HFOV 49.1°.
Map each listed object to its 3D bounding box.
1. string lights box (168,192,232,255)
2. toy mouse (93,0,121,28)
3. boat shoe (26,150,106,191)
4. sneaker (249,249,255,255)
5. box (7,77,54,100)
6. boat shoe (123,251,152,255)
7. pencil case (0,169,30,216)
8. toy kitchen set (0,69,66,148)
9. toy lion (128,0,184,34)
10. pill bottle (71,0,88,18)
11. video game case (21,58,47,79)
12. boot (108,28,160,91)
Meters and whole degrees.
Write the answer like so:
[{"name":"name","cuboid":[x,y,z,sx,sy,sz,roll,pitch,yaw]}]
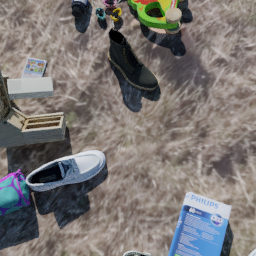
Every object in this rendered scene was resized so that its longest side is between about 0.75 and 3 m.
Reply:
[{"name":"string lights box","cuboid":[2.221,3.609,8.984,1.407,0.807,2.738,19,74,6]},{"name":"toy mouse","cuboid":[-0.908,-5.030,11.932,1.374,0.299,1.546,23,74,6]},{"name":"boat shoe","cuboid":[-2.088,1.481,9.586,2.751,0.899,1.012,-24,75,-6]},{"name":"sneaker","cuboid":[4.903,4.042,8.812,2.500,0.885,0.913,-21,74,-6]},{"name":"box","cuboid":[-2.810,-1.150,8.104,1.220,0.417,0.501,-5,72,-20]},{"name":"boat shoe","cuboid":[0.317,4.179,9.076,0.962,0.306,0.340,0,73,0]},{"name":"pencil case","cuboid":[-4.698,2.348,9.162,2.798,1.190,1.293,-16,105,-6]},{"name":"toy kitchen set","cuboid":[-3.624,-1.128,9.855,2.456,2.722,2.221,-6,30,-4]},{"name":"toy lion","cuboid":[1.112,-5.490,11.865,2.629,0.941,2.742,10,73,11]},{"name":"pill bottle","cuboid":[-2.038,-5.271,11.828,0.644,0.644,1.152,8,73,2]},{"name":"video game case","cuboid":[-3.764,-2.252,11.179,0.795,0.100,1.110,11,73,4]},{"name":"boot","cuboid":[0.151,-2.472,10.419,2.428,1.679,0.940,36,76,10]}]
